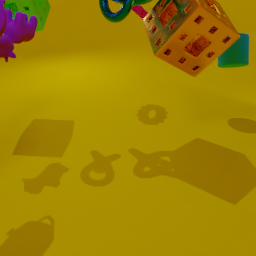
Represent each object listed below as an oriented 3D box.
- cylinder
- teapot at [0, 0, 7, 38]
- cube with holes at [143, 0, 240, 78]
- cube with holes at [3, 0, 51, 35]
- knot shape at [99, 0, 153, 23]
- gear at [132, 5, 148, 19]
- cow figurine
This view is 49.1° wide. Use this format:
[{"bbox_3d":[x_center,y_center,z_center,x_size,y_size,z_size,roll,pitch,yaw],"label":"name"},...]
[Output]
[{"bbox_3d":[3.176,-2.318,8.463,0.885,0.885,0.885,-1,5,0],"label":"cylinder"},{"bbox_3d":[-2.624,-1.849,4.628,0.785,0.997,1.604,6,43,32],"label":"teapot"},{"bbox_3d":[1.429,-2.362,6.617,1.391,1.391,1.391,18,45,-34],"label":"cube with holes"},{"bbox_3d":[-3.101,-3.574,7.800,1.302,1.302,1.302,-5,51,5],"label":"cube with holes"},{"bbox_3d":[-0.190,-3.383,6.589,1.550,1.451,0.716,-14,42,24],"label":"knot shape"},{"bbox_3d":[0.102,-4.014,9.048,1.374,0.254,1.374,36,18,-14],"label":"gear"},{"bbox_3d":[-2.532,-2.036,6.259,0.614,1.101,1.119,18,17,15],"label":"cow figurine"}]
